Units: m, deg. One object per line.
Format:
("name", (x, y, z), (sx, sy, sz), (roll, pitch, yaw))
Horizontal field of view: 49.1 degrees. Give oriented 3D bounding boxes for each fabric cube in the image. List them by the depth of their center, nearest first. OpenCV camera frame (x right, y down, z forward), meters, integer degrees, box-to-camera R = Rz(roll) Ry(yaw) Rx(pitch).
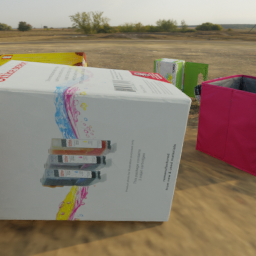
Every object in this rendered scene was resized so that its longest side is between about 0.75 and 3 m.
("fabric cube", (2.853, -0.206, 6.637), (1.722, 1.749, 1.755), (-16, 27, -34))

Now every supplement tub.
("supplement tub", (3.160, -1.386, 10.310), (1.267, 0.776, 0.776), (-18, 11, 29))

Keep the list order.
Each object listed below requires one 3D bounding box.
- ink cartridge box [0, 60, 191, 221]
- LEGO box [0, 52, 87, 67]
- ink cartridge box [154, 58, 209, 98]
("ink cartridge box", (-0.783, 0.118, 4.883), (2.940, 2.126, 2.136), (4, 21, -8))
("LEGO box", (-2.194, -0.939, 7.200), (2.336, 1.740, 0.901), (-2, 40, -2))
("ink cartridge box", (2.098, -1.950, 11.407), (2.077, 1.535, 0.787), (17, 27, 37))
